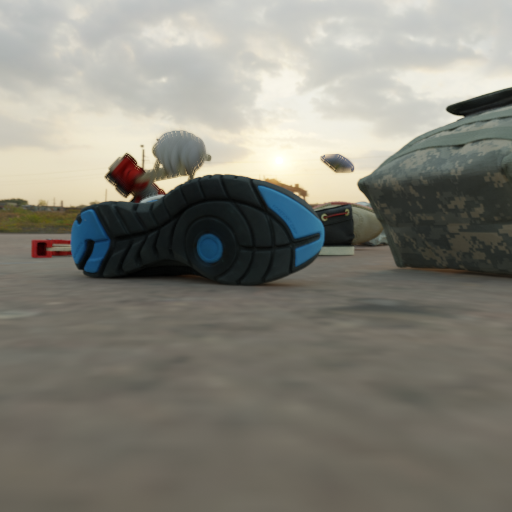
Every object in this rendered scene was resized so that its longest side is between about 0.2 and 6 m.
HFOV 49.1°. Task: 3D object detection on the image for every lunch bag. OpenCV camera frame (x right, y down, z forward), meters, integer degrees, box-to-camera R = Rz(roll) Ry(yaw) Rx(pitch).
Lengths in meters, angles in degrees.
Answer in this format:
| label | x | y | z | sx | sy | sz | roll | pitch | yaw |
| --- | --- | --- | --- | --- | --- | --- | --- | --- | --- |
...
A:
| label | x | y | z | sx | sy | sz | roll | pitch | yaw |
| --- | --- | --- | --- | --- | --- | --- | --- | --- | --- |
| lunch bag | 2.920 | -1.062 | 6.298 | 2.663 | 1.566 | 2.184 | -36 | 18 | -22 |

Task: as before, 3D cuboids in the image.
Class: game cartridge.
| label | x | y | z | sx | sy | sz | roll | pitch | yaw |
| --- | --- | --- | --- | --- | --- | --- | --- | --- | --- |
| game cartridge | 1.632 | -1.817 | 11.058 | 0.480 | 0.146 | 0.720 | -1 | -16 | 37 |

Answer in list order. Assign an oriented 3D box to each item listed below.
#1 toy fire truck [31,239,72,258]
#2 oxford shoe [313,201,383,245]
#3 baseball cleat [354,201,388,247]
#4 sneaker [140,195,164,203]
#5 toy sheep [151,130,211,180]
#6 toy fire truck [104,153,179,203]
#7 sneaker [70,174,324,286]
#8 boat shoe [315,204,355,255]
| label | x | y | z | sx | sy | sz | roll | pitch | yaw |
| --- | --- | --- | --- | --- | --- | --- | --- | --- | --- |
| toy fire truck | -3.442 | -0.141 | 10.006 | 1.267 | 0.309 | 0.894 | -1 | 3 | -39 |
| oxford shoe | 1.399 | -0.524 | 12.750 | 3.259 | 1.153 | 1.203 | -4 | 23 | -4 |
| baseball cleat | 2.909 | -0.738 | 15.994 | 1.835 | 1.202 | 3.447 | -5 | -10 | 32 |
| sneaker | -1.366 | -0.722 | 13.549 | 3.288 | 1.233 | 1.390 | 9 | 1 | -22 |
| toy sheep | -1.184 | -1.605 | 8.884 | 1.161 | 0.800 | 0.800 | 16 | 10 | 26 |
| toy fire truck | -2.515 | -1.685 | 13.292 | 1.677 | 1.079 | 1.476 | 25 | -20 | 44 |
| sneaker | -0.526 | -0.256 | 5.516 | 2.677 | 0.980 | 1.097 | 2 | 3 | 28 |
| boat shoe | 0.213 | -0.487 | 10.216 | 3.323 | 1.041 | 1.216 | -2 | 5 | -14 |
